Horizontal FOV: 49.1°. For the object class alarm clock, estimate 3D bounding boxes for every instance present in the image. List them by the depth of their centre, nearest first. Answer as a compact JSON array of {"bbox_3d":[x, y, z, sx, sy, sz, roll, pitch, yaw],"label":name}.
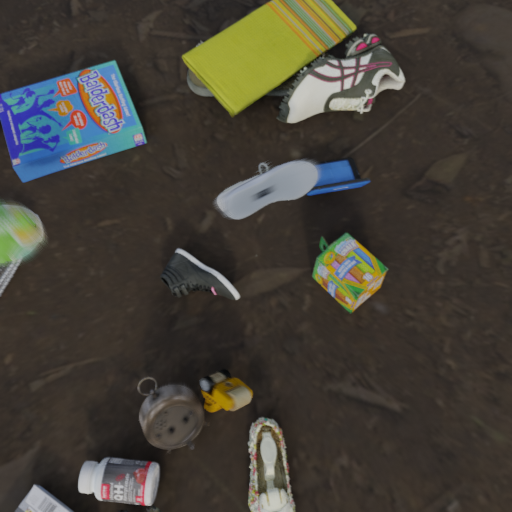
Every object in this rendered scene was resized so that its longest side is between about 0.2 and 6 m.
[{"bbox_3d":[-1.433,2.527,9.049,1.008,1.494,0.497,-35,24,-7],"label":"alarm clock"}]

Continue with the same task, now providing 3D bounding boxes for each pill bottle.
[{"bbox_3d":[-2.173,3.567,8.902,1.165,0.645,0.645,5,63,3],"label":"pill bottle"}]

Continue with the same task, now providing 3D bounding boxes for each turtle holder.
[{"bbox_3d":[-3.958,-0.456,9.060,0.881,1.241,0.943,-13,57,-33],"label":"turtle holder"}]

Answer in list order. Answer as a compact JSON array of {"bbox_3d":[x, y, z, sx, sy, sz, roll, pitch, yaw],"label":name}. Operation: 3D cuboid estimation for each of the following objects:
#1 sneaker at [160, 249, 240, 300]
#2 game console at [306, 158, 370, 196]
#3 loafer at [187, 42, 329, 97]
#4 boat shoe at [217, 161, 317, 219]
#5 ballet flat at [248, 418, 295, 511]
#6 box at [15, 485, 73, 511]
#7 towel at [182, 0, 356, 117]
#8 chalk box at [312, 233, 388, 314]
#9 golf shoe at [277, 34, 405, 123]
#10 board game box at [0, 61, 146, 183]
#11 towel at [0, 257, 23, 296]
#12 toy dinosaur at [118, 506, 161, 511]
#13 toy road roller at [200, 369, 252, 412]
[{"bbox_3d":[-1.107,0.577,10.516,1.610,0.569,0.799,31,69,21],"label":"sneaker"},{"bbox_3d":[1.596,-1.700,11.590,1.235,1.054,0.731,-11,90,-5],"label":"game console"},{"bbox_3d":[0.075,-4.390,12.685,3.345,1.165,1.258,-10,63,-5],"label":"loafer"},{"bbox_3d":[0.143,-1.210,9.816,1.851,0.684,0.789,-28,31,-16],"label":"boat shoe"},{"bbox_3d":[0.206,3.571,8.906,0.760,0.642,2.009,-8,64,-7],"label":"ballet flat"},{"bbox_3d":[-3.430,4.570,8.570,1.233,0.326,1.581,29,65,14],"label":"box"},{"bbox_3d":[0.373,-4.641,12.277,3.956,0.357,1.703,-41,85,-23],"label":"towel"},{"bbox_3d":[1.626,0.222,10.513,0.845,0.851,1.363,-39,68,-19],"label":"chalk box"},{"bbox_3d":[1.899,-3.720,12.370,3.161,1.220,1.392,-36,76,-16],"label":"golf shoe"},{"bbox_3d":[-4.063,-2.990,12.274,2.769,0.623,2.106,-21,65,-10],"label":"board game box"},{"bbox_3d":[-5.266,0.030,10.725,1.220,0.630,1.473,17,64,10],"label":"towel"},{"bbox_3d":[-1.754,4.364,8.604,2.065,0.490,0.910,-10,79,-6],"label":"toy dinosaur"},{"bbox_3d":[-0.542,2.380,9.412,0.878,0.641,0.540,29,28,36],"label":"toy road roller"}]
